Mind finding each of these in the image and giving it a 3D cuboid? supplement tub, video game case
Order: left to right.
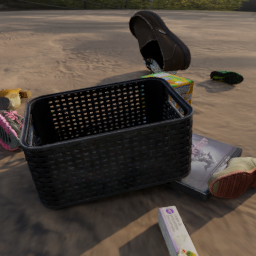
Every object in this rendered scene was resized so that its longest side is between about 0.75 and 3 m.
[{"bbox_3d":[1.341,-2.854,11.927,1.107,1.107,1.808,-9,28,-17],"label":"supplement tub"},{"bbox_3d":[0.895,0.509,6.334,2.717,0.258,1.941,19,33,34],"label":"video game case"}]

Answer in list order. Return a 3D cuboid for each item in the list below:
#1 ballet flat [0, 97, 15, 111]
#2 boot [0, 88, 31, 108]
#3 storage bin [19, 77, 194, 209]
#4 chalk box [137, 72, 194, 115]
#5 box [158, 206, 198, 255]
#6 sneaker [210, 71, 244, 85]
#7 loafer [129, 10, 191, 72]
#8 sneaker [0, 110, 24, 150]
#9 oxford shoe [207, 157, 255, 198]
[{"bbox_3d":[-4.392,-0.551,8.172,2.350,0.545,0.792,-2,64,8],"label":"ballet flat"},{"bbox_3d":[-3.908,-0.958,9.026,1.002,0.492,1.399,3,23,17],"label":"boot"},{"bbox_3d":[-0.388,0.144,5.457,2.904,1.361,1.963,-11,32,-9],"label":"storage bin"},{"bbox_3d":[1.005,-1.067,8.538,1.034,1.027,1.657,-21,34,-36],"label":"chalk box"},{"bbox_3d":[0.755,1.723,3.902,0.291,0.311,1.502,-4,27,-9],"label":"box"},{"bbox_3d":[3.942,-2.066,11.053,1.305,0.509,0.556,24,35,39],"label":"sneaker"},{"bbox_3d":[0.365,-1.329,4.222,0.491,0.505,1.384,-23,52,-21],"label":"loafer"},{"bbox_3d":[-2.875,-0.050,7.053,0.892,0.739,1.870,-8,27,-39],"label":"sneaker"},{"bbox_3d":[2.008,0.889,5.282,1.586,0.561,0.585,-4,27,-31],"label":"oxford shoe"}]
